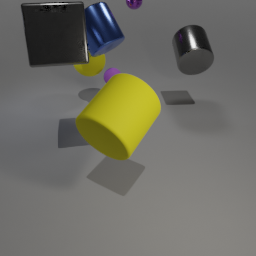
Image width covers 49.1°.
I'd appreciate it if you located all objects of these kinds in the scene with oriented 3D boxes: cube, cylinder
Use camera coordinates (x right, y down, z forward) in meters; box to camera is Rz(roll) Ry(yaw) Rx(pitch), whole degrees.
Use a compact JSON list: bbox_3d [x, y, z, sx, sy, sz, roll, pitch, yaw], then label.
[{"bbox_3d":[-1.773,-2.305,7.091,1.400,1.400,1.400,-6,15,-9],"label":"cube"},{"bbox_3d":[-1.036,-3.510,10.087,1.400,1.400,1.400,-29,6,3],"label":"cylinder"},{"bbox_3d":[2.541,-3.065,11.064,1.400,1.400,1.400,-2,57,-4],"label":"cylinder"},{"bbox_3d":[-0.200,-0.244,6.225,1.400,1.400,1.400,20,58,29],"label":"cylinder"}]

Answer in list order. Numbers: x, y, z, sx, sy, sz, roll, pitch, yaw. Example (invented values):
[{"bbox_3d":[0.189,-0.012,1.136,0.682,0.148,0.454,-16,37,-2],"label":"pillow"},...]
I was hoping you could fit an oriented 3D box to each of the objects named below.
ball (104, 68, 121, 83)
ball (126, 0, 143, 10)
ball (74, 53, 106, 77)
[{"bbox_3d":[-0.584,-1.959,10.763,0.700,0.700,0.700,0,31,0],"label":"ball"},{"bbox_3d":[0.254,-5.269,11.556,0.700,0.700,0.700,0,31,0],"label":"ball"},{"bbox_3d":[-1.661,-2.908,11.958,1.400,1.400,1.400,0,31,0],"label":"ball"}]
